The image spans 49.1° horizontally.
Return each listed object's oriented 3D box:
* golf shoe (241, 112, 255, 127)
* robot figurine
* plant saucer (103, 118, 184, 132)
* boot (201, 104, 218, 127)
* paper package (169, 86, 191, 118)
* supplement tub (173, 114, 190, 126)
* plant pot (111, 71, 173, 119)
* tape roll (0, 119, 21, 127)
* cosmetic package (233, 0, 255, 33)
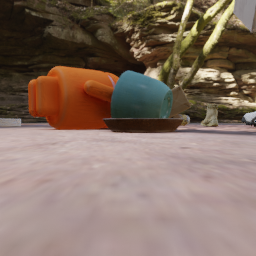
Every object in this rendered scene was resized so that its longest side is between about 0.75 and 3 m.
[{"bbox_3d":[4.297,-0.521,7.891,0.911,1.107,2.344,-1,0,-31],"label":"golf shoe"},{"bbox_3d":[-1.165,-0.767,7.603,2.838,1.655,2.041,-1,-39,-38],"label":"robot figurine"},{"bbox_3d":[0.293,-0.057,5.480,1.564,0.269,1.564,-1,2,0],"label":"plant saucer"},{"bbox_3d":[3.311,-0.520,11.367,0.433,0.925,1.190,0,1,-5],"label":"boot"},{"bbox_3d":[1.862,-1.041,14.028,2.159,1.172,2.265,-27,0,4],"label":"paper package"},{"bbox_3d":[2.775,-0.413,14.516,0.796,0.574,0.574,-1,1,-42],"label":"supplement tub"},{"bbox_3d":[0.426,-0.615,6.921,1.158,1.442,1.442,14,7,23],"label":"plant pot"},{"bbox_3d":[-5.158,-0.211,11.094,1.743,0.319,1.743,-1,1,0],"label":"tape roll"},{"bbox_3d":[3.995,-3.768,8.237,1.193,1.446,1.192,-11,-43,1],"label":"cosmetic package"}]
